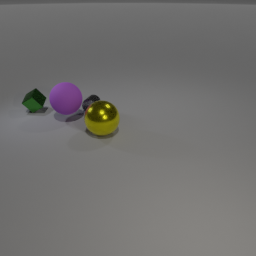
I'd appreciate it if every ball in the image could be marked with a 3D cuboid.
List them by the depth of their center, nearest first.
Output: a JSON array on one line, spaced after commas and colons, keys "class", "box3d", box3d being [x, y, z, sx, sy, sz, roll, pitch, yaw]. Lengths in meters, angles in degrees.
[{"class": "ball", "box3d": [-1.021, -0.386, 11.034, 1.400, 1.400, 1.400, 0, 28, 0]}, {"class": "ball", "box3d": [-2.674, -1.269, 12.095, 1.400, 1.400, 1.400, 0, 28, 0]}]

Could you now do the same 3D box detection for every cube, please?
[{"class": "cube", "box3d": [-4.344, -1.270, 12.991, 0.700, 0.700, 0.700, -23, 40, 25]}]

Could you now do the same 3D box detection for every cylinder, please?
[{"class": "cylinder", "box3d": [-1.714, -1.139, 13.222, 0.700, 0.700, 0.700, 7, 28, 14]}]
